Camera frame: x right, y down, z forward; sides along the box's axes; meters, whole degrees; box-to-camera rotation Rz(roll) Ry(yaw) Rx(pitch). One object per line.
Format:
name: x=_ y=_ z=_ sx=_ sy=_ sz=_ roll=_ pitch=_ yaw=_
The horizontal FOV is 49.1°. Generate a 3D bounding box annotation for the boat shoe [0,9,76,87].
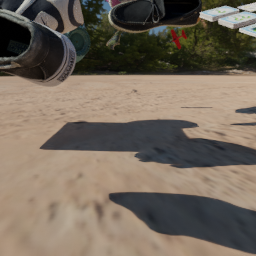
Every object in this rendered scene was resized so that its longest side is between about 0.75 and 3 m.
boat shoe: x=-1.575 y=-0.912 z=2.771 sx=2.127 sy=0.785 sz=0.727 roll=24 pitch=4 yaw=21

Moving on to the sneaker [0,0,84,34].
sneaker: x=-1.976 y=-2.124 z=4.964 sx=1.492 sy=0.915 sz=2.293 roll=-33 pitch=57 yaw=-21

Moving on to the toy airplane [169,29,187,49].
toy airplane: x=1.856 y=-3.297 z=10.259 sx=0.772 sy=0.772 sz=0.142 roll=7 pitch=24 yaw=28

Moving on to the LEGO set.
LEGO set: x=3.062 y=-2.647 z=5.971 sx=2.417 sy=0.593 sz=1.806 roll=-19 pitch=38 yaw=-16

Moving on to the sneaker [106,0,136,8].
sneaker: x=0.025 y=-4.775 z=10.031 sx=2.499 sy=1.005 sz=1.105 roll=-18 pitch=46 yaw=-44

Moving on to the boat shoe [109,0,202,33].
boat shoe: x=0.738 y=-3.076 z=7.343 sx=2.514 sy=0.938 sz=0.783 roll=-3 pitch=-10 yaw=-1

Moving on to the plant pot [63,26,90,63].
plant pot: x=-1.541 y=-2.290 z=7.466 sx=1.260 sy=1.260 sz=0.844 roll=-12 pitch=19 yaw=-42

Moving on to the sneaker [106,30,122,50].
sneaker: x=-0.415 y=-3.292 z=10.477 sx=0.376 sy=0.837 sz=0.281 roll=43 pitch=4 yaw=2
